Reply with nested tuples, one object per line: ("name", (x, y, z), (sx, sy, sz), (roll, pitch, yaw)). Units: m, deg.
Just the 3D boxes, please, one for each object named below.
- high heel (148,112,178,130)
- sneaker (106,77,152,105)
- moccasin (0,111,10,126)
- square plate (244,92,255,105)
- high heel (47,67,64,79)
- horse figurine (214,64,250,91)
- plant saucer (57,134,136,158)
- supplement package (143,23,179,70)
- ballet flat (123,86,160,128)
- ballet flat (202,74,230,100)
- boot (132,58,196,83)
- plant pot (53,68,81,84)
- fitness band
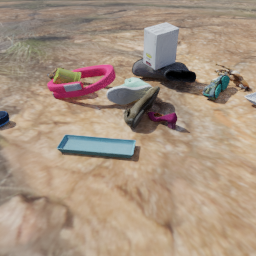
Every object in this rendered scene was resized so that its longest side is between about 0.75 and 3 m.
("high heel", (1.066, -0.421, 8.676), (0.393, 0.561, 1.167), (-27, 40, -37))
("sneaker", (-0.095, -1.388, 10.189), (1.806, 0.665, 1.065), (-10, 33, -26))
("moccasin", (-4.607, -0.273, 8.324), (1.963, 0.669, 0.790), (-12, 33, -19))
("square plate", (5.744, -0.746, 9.406), (2.572, 0.366, 2.548), (-16, 35, -25))
("high heel", (-3.072, -2.373, 12.123), (0.815, 0.291, 0.581), (-29, 32, -14))
("horse figurine", (4.233, -2.179, 11.537), (1.262, 0.475, 1.904), (18, 24, -5))
("plant saucer", (-0.829, 0.497, 7.535), (2.036, 0.193, 0.712), (5, 31, 7))
("supplement package", (1.274, -3.199, 10.962), (1.117, 1.434, 0.795), (-25, 46, -26))
("ballet flat", (0.460, -0.788, 9.111), (0.547, 0.794, 2.358), (26, 43, 12))
("ballet flat", (3.320, -1.608, 10.620), (0.673, 0.673, 1.812), (19, 34, 28))
("boot", (1.410, -2.322, 11.343), (2.456, 0.857, 1.617), (-2, 23, -1))
("plant pot", (-2.292, -1.809, 10.394), (0.807, 0.878, 0.878), (19, 23, -26))
("fitness band", (-1.747, -1.773, 10.514), (2.730, 0.511, 1.960), (1, 32, 32))
